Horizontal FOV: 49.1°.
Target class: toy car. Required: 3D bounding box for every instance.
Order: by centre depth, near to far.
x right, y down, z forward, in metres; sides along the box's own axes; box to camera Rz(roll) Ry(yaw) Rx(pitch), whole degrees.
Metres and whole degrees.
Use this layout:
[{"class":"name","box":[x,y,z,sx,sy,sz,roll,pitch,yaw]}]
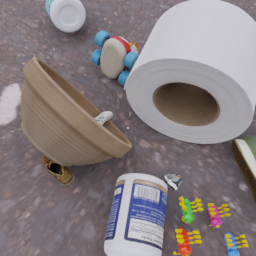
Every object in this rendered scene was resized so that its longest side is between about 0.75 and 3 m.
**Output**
[{"class":"toy car","box":[-0.097,-2.098,7.793,1.250,1.200,1.357,38,50,13]}]

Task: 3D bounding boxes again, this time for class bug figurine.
[{"class":"bug figurine","box":[1.512,1.979,5.465,1.569,0.404,1.217,12,49,-17]}]

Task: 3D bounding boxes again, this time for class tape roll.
[{"class":"tape roll","box":[1.496,-1.139,6.235,2.687,2.687,1.845,19,60,11]}]

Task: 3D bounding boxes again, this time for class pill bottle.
[{"class":"pill bottle","box":[0.144,1.917,5.288,1.057,1.057,1.906,8,59,5]},{"class":"pill bottle","box":[-1.976,-3.670,8.638,1.007,1.007,1.817,-19,38,-11]}]

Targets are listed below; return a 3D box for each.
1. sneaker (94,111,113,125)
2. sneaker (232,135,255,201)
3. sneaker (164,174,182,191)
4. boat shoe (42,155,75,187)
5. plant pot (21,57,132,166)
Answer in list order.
[{"class":"sneaker","box":[-0.667,-0.117,6.698,0.791,0.278,0.370,-24,49,-18]},{"class":"sneaker","box":[3.152,1.117,5.884,1.071,0.800,2.386,-15,56,2]},{"class":"sneaker","box":[0.974,1.096,5.910,0.303,0.765,0.283,-43,94,0]},{"class":"boat shoe","box":[-1.532,0.787,5.940,1.133,0.385,0.407,27,68,40]},{"class":"plant pot","box":[-1.294,-0.101,5.860,1.248,2.703,2.703,-46,66,2]}]
